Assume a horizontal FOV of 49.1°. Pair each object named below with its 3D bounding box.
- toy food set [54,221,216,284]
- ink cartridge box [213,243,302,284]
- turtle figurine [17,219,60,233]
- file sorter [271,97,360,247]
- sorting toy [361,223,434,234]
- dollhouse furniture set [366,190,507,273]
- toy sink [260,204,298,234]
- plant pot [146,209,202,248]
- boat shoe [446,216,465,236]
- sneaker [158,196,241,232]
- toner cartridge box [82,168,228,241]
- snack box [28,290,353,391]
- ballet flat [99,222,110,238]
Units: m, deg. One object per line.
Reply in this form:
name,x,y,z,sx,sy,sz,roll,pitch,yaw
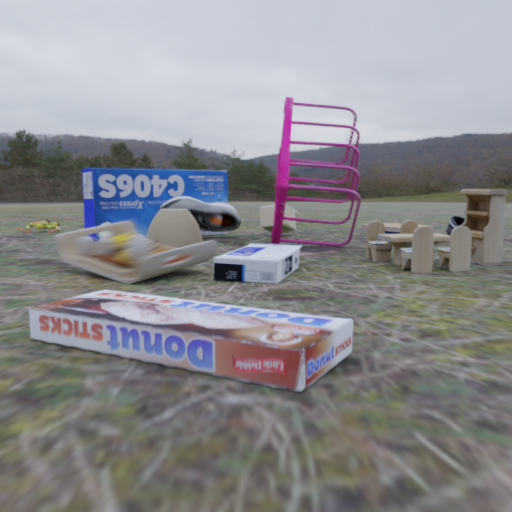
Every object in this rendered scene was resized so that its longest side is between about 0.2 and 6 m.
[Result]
toy food set,-1.832,-0.189,8.450,2.036,0.615,1.461,15,21,37
ink cartridge box,0.092,0.088,8.525,0.945,0.373,1.900,2,9,16
turtle figurine,-6.244,-0.899,16.389,1.239,0.399,0.999,0,7,3
file sorter,1.336,-1.800,12.371,1.735,2.767,1.923,5,-37,1
sorting toy,3.329,-0.523,13.241,1.197,0.419,1.204,-4,8,-35
dollhouse furniture set,3.074,-0.484,9.439,1.953,1.271,1.794,-1,7,-11
toy sink,0.641,-0.948,15.015,0.716,0.615,1.098,-7,-12,22
plant pot,-1.793,-0.609,12.254,1.254,0.842,1.254,0,6,0
boat shoe,4.987,-0.607,13.113,0.713,0.615,1.961,0,7,-4
sneaker,-1.382,-0.996,13.955,2.162,0.799,0.857,1,18,-23
toner cartridge box,-2.528,-1.373,14.620,3.753,1.783,0.810,-5,10,-34
snack box,-0.597,0.599,4.518,2.573,0.313,0.925,4,8,29
ballet flat,-2.901,-0.384,11.245,0.546,0.562,1.580,-46,21,-8
